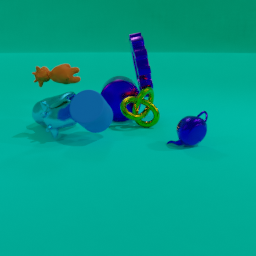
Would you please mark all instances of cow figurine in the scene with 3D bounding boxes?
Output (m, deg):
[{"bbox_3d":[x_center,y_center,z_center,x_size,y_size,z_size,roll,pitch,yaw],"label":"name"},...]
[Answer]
[{"bbox_3d":[-1.937,-0.367,7.195,1.744,0.957,1.716,-6,18,29],"label":"cow figurine"},{"bbox_3d":[-1.613,-1.169,6.252,0.867,0.483,0.881,-22,31,-35],"label":"cow figurine"}]

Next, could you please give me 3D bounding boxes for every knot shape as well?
[{"bbox_3d":[0.294,-0.535,7.485,1.040,1.112,0.514,-5,8,-20],"label":"knot shape"}]

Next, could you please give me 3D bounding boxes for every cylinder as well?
[{"bbox_3d":[-0.830,-0.370,6.508,0.811,0.811,0.811,4,-15,13],"label":"cylinder"},{"bbox_3d":[-0.241,-0.932,8.641,1.227,1.227,1.227,-1,17,-2],"label":"cylinder"}]

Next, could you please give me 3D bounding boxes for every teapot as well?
[{"bbox_3d":[1.353,0.051,6.242,0.706,1.136,0.556,41,6,-41],"label":"teapot"}]

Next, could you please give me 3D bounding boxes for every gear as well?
[{"bbox_3d":[0.384,-1.811,8.226,0.341,1.844,1.844,-12,17,1],"label":"gear"}]
